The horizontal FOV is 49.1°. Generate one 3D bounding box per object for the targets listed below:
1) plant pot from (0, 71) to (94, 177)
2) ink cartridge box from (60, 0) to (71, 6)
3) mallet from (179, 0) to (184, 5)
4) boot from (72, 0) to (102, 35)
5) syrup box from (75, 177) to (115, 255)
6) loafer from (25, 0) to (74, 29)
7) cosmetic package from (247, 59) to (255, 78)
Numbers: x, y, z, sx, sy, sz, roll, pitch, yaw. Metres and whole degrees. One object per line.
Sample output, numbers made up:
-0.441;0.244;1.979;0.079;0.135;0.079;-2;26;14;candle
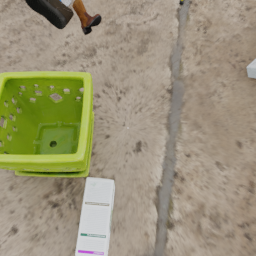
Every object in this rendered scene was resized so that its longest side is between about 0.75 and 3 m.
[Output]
-2.056;0.099;7.343;2.391;2.169;2.379;1;65;0;plant pot
-3.069;-5.278;10.563;1.719;0.995;0.573;27;66;13;ink cartridge box
2.204;-5.628;11.134;0.584;0.365;1.772;20;70;9;mallet
-1.190;-3.349;8.071;0.337;0.927;0.985;-22;90;-30;boot
-0.790;2.279;7.086;0.763;0.738;1.873;5;65;2;syrup box
-2.307;-3.601;8.025;1.912;0.698;0.682;45;60;5;loafer
4.974;-2.199;9.036;1.798;0.465;1.356;-40;38;-17;cosmetic package
